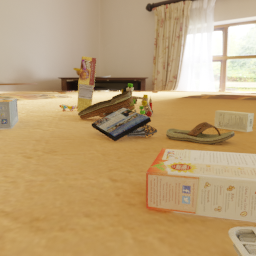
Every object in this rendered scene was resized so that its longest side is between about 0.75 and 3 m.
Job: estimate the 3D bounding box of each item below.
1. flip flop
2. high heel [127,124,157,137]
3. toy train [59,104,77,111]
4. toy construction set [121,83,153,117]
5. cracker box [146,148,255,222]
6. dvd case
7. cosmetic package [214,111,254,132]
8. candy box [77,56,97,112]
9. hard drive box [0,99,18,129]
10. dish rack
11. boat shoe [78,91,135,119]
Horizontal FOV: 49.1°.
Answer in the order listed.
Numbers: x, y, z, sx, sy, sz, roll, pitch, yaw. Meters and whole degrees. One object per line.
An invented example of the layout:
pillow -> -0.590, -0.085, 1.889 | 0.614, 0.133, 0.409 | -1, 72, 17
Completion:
flip flop -> 2.280, 0.101, 9.040 | 2.175, 0.626, 0.882 | 6, 11, 30
high heel -> 0.622, -0.067, 10.087 | 1.051, 0.526, 1.474 | -4, 25, 17
toy train -> -3.620, -1.246, 17.637 | 1.357, 0.377, 1.019 | 4, 9, 4
toy construction set -> 0.603, -1.519, 15.114 | 1.890, 1.741, 2.266 | 7, 11, 34
cracker box -> 1.540, 0.865, 4.591 | 2.252, 0.650, 1.508 | 2, 10, 16
dvd case -> -0.305, -0.183, 9.842 | 1.448, 0.178, 2.029 | -29, 25, -19
cosmetic package -> 4.158, -0.287, 11.047 | 0.492, 0.728, 1.384 | -7, 13, -42
candy box -> -2.185, -2.180, 14.688 | 0.809, 1.672, 2.865 | 7, -26, -10
hard drive box -> -6.259, -0.607, 11.686 | 2.900, 1.114, 2.260 | -3, 10, -15
dish rack -> 1.769, 1.374, 2.779 | 1.288, 0.280, 1.106 | 0, 9, -1
boat shoe -> -1.049, -0.818, 13.501 | 2.824, 0.960, 1.016 | -18, 20, 17
